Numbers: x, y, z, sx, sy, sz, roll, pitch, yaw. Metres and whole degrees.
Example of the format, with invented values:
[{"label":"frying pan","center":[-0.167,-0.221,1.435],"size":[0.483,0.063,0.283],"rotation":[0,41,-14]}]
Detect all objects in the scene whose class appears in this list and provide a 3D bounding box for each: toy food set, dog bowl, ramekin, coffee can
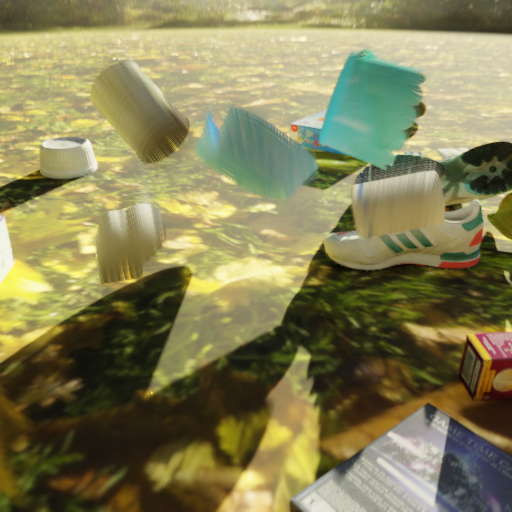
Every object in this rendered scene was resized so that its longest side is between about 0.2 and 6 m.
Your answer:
[{"label":"toy food set","center":[5.162,-0.414,9.973],"size":[1.500,0.833,2.549],"rotation":[-22,23,12]},{"label":"dog bowl","center":[-0.143,-1.767,10.054],"size":[1.773,0.788,3.181],"rotation":[33,-2,-22]},{"label":"ramekin","center":[-4.686,-2.464,13.852],"size":[1.371,0.720,1.371],"rotation":[0,27,0]},{"label":"coffee can","center":[-1.861,-2.288,8.953],"size":[0.983,0.983,1.343],"rotation":[-28,71,-43]}]

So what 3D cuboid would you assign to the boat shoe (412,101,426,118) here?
[{"label":"boat shoe","center":[4.931,-5.103,18.983],"size":[0.666,0.739,2.049],"rotation":[-25,31,-37]}]

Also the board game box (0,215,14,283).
[{"label":"board game box","center":[-5.013,-0.051,8.966],"size":[1.793,0.924,0.940],"rotation":[-2,27,-3]}]

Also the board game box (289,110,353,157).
[{"label":"board game box","center":[2.421,-3.566,16.095],"size":[2.137,0.610,2.183],"rotation":[18,32,32]}]

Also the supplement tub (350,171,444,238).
[{"label":"supplement tub","center":[1.810,-0.662,7.258],"size":[1.087,0.717,0.717],"rotation":[-9,26,9]}]

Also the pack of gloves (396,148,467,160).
[{"label":"pack of gloves","center":[4.399,-2.253,14.004],"size":[1.822,0.428,2.169],"rotation":[-1,21,16]}]

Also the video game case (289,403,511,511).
[{"label":"video game case","center":[1.587,2.284,5.260],"size":[2.106,0.200,1.504],"rotation":[-19,33,-34]}]

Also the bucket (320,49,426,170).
[{"label":"bucket","center":[2.164,-2.829,10.762],"size":[1.378,2.118,2.118],"rotation":[17,27,-4]}]

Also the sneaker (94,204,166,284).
[{"label":"sneaker","center":[-1.822,-0.298,7.594],"size":[0.821,0.865,2.149],"rotation":[-3,-18,-29]}]

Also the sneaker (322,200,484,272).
[{"label":"sneaker","center":[2.479,-0.482,9.415],"size":[2.717,1.270,0.957],"rotation":[1,28,1]}]

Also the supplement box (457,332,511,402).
[{"label":"supplement box","center":[3.008,1.304,6.651],"size":[1.002,0.656,0.517],"rotation":[-3,29,-5]}]

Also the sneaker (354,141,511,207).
[{"label":"sneaker","center":[3.741,-1.425,11.665],"size":[3.334,1.294,1.439],"rotation":[-4,-6,14]}]
